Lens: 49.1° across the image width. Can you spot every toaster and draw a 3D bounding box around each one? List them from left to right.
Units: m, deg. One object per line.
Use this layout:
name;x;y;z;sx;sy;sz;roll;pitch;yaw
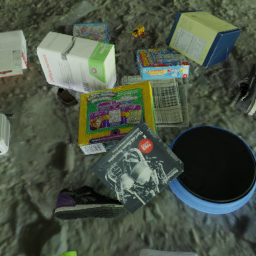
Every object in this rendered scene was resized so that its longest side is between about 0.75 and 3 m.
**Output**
toaster;-4.776;0.233;9.384;1.964;1.116;1.268;-8;60;-10

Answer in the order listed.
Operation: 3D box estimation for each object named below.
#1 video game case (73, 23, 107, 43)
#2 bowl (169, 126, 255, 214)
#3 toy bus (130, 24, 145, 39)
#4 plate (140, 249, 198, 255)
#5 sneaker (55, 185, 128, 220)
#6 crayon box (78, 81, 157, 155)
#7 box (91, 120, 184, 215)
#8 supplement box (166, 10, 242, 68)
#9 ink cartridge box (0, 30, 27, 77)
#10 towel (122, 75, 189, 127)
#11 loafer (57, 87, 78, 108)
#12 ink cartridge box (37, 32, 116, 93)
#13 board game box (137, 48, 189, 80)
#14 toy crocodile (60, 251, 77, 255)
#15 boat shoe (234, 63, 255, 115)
video game case;-1.730;-4.039;12.781;1.560;0.194;2.179;-3;56;-2
bowl;2.678;1.195;9.030;2.987;0.586;2.987;0;56;0
toy bus;0.439;-4.526;13.009;0.658;0.360;0.697;-5;56;-3
plate;1.090;4.054;7.304;1.633;0.264;1.629;3;57;2
sneaker;-1.050;2.106;8.318;2.167;0.820;0.949;-1;51;-1
crayon box;-0.369;-0.374;9.698;2.568;0.749;2.216;-10;55;9
box;0.293;1.079;8.008;1.935;1.007;1.762;-44;87;12
supplement box;3.075;-3.716;11.441;2.065;1.388;2.068;39;40;23
ink cartridge box;-5.080;-2.926;11.751;1.482;0.685;2.720;-11;58;-7
towel;1.026;-1.111;10.664;2.519;0.435;2.425;0;56;-1
loafer;-2.290;-1.132;10.265;0.490;0.479;1.344;-32;39;-25
ink cartridge box;-1.860;-2.372;10.632;2.597;1.890;1.091;16;57;10
board game box;1.344;-2.633;11.304;1.813;0.517;1.852;-4;37;-4
toy crocodile;-1.936;3.794;7.301;2.220;0.685;0.749;-14;58;-4
boat shoe;4.658;-1.654;10.770;0.777;0.900;2.478;18;62;8
